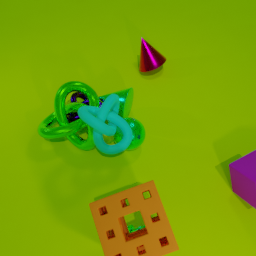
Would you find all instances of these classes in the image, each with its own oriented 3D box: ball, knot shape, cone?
[{"bbox_3d":[0.037,0.161,7.869,0.919,0.919,0.919,0,52,0],"label":"ball"},{"bbox_3d":[-1.428,-0.514,8.602,1.178,0.582,1.259,-38,63,-21],"label":"knot shape"},{"bbox_3d":[-0.473,-0.836,8.588,1.044,1.040,1.040,14,53,11],"label":"cone"},{"bbox_3d":[-0.608,-0.163,7.062,0.719,1.456,1.556,-21,65,37],"label":"knot shape"},{"bbox_3d":[-1.534,-0.432,7.998,1.995,0.922,1.867,12,78,19],"label":"knot shape"},{"bbox_3d":[0.675,-2.682,9.782,1.051,1.055,1.051,-20,31,13],"label":"cone"}]

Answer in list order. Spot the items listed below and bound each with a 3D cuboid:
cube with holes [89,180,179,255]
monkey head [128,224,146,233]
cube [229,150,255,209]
[{"bbox_3d":[0.120,1.836,5.423,1.231,1.231,1.231,-20,76,-1],"label":"cube with holes"},{"bbox_3d":[0.274,2.504,6.306,1.004,0.605,0.722,-48,20,-14],"label":"monkey head"},{"bbox_3d":[3.144,1.234,6.775,0.912,0.912,0.912,-25,28,-13],"label":"cube"}]
